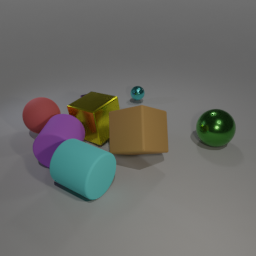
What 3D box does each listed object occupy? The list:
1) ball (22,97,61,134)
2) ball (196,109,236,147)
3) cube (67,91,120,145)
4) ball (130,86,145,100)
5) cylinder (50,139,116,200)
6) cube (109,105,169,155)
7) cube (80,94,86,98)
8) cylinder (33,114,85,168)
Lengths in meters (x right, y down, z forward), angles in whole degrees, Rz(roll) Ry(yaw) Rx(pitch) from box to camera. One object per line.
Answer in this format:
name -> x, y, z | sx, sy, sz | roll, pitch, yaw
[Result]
ball -> -3.277, -0.468, 10.666 | 1.400, 1.400, 1.400 | 0, 30, 0
ball -> 3.208, -0.002, 10.267 | 1.400, 1.400, 1.400 | 0, 30, 0
cube -> -1.237, -0.420, 10.756 | 1.400, 1.400, 1.400 | 15, 38, 34
ball -> 0.466, -1.700, 13.643 | 0.700, 0.700, 0.700 | 0, 30, 0
cylinder -> -1.294, 1.171, 8.179 | 1.400, 1.400, 1.400 | 19, 35, 28
cube -> 0.350, 0.132, 9.161 | 1.400, 1.400, 1.400 | -8, -11, 39
cube -> -1.724, -1.160, 13.005 | 0.700, 0.700, 0.700 | -20, 35, -31
cylinder -> -2.290, 0.436, 9.479 | 1.400, 1.400, 1.400 | 3, 30, 5
